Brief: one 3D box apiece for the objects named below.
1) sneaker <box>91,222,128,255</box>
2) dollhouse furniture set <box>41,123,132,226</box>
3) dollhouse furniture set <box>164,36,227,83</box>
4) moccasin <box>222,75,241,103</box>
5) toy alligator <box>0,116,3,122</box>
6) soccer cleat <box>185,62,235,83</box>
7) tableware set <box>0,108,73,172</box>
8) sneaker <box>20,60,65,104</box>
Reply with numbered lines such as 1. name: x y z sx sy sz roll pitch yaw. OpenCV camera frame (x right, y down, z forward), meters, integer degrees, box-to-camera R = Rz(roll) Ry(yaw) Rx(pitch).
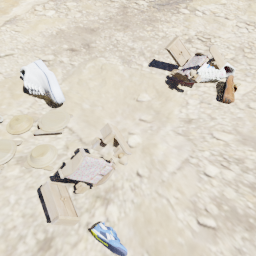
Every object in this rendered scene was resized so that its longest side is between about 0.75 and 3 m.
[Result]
1. sneaker: -0.331 2.229 5.678 0.906 0.335 0.373 29 47 27
2. dollhouse furniture set: -0.652 1.029 5.825 2.088 1.082 0.924 -44 52 14
3. dollhouse furniture set: 2.051 -2.289 9.358 1.122 0.959 2.165 -47 29 -2
4. moccasin: 3.519 -1.337 9.539 0.508 0.481 1.315 13 43 12
5. toy alligator: -4.478 -0.226 8.436 1.423 0.342 0.472 4 68 -8
6. soccer cleat: 2.947 -2.003 10.073 2.009 0.702 0.867 -17 36 -19
7. tableware set: -2.787 0.270 7.879 2.076 0.288 2.486 3 45 10
8. sneaker: -2.921 -1.440 9.433 0.968 0.999 2.736 -29 40 -16
